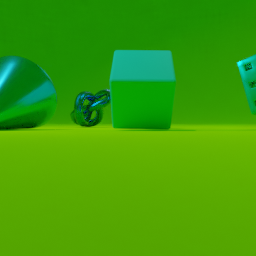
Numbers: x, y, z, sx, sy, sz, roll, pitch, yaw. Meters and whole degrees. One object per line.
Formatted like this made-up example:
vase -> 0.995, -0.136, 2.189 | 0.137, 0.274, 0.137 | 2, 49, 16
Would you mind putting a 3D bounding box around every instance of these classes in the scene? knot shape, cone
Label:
knot shape -> -1.359, -0.595, 9.860 | 1.820, 0.841, 1.704 | -35, -14, -42
cone -> -2.429, -0.346, 5.261 | 1.640, 1.640, 1.646 | 0, 28, 11

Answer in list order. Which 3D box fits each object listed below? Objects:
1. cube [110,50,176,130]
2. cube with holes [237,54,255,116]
cube -> 0.271, -0.738, 5.368 | 1.106, 1.106, 1.106 | 1, 42, 2
cube with holes -> 3.225, -0.952, 5.874 | 1.180, 1.180, 1.180 | -21, -18, 39
